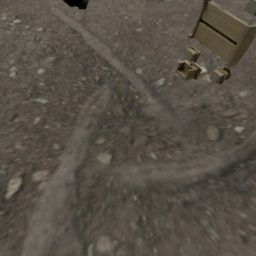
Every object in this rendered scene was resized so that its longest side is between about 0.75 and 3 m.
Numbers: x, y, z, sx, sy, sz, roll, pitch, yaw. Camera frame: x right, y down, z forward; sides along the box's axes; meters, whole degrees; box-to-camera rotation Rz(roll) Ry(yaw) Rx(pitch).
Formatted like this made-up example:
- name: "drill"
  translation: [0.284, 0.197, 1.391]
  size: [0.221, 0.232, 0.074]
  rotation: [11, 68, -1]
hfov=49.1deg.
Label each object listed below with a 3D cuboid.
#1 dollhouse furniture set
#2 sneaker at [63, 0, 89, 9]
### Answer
- name: "dollhouse furniture set"
  translation: [2.561, -2.387, 7.173]
  size: [1.300, 2.938, 1.523]
  rotation: [-18, 53, -33]
- name: "sneaker"
  translation: [-1.050, -3.578, 7.261]
  size: [1.473, 0.563, 0.844]
  rotation: [-32, 88, -19]
